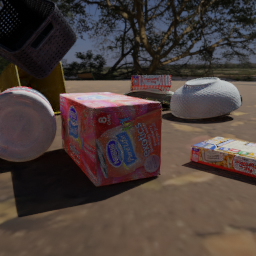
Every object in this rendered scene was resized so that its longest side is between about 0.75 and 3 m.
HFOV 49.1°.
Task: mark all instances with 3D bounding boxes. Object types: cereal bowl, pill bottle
[{"bbox_3d":[3.127,-1.377,11.583,2.853,1.188,2.853,-9,18,3],"label":"cereal bowl"},{"bbox_3d":[-2.549,-0.237,6.728,1.485,1.485,2.484,-4,12,-18],"label":"pill bottle"}]

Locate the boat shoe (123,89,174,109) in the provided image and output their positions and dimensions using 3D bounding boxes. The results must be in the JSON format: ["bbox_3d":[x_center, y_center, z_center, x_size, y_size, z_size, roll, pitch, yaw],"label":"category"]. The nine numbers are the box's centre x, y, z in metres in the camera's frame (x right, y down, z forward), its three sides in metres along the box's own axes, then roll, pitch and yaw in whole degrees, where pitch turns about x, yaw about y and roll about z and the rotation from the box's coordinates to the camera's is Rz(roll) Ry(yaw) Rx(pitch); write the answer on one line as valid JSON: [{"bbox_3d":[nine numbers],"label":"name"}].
[{"bbox_3d":[1.010,-1.302,13.297,2.518,0.753,0.900,0,-20,-7],"label":"boat shoe"}]

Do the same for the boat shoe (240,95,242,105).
[{"bbox_3d":[5.219,-1.481,14.698,1.873,0.640,0.691,-3,12,-15],"label":"boat shoe"}]

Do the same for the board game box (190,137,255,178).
[{"bbox_3d":[2.252,0.547,5.718,1.546,0.358,1.171,11,16,43],"label":"board game box"}]

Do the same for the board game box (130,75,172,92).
[{"bbox_3d":[1.022,-1.831,13.892,1.844,0.564,2.435,-1,-17,-2],"label":"board game box"}]

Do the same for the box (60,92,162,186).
[{"bbox_3d":[-0.510,0.015,5.805,1.272,1.379,2.687,-5,14,-24],"label":"box"}]

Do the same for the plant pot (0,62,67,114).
[{"bbox_3d":[-4.129,-1.559,11.799,1.985,2.251,2.251,-6,7,36],"label":"plant pot"}]

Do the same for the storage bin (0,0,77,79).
[{"bbox_3d":[-2.064,-1.910,5.578,1.788,1.209,0.838,31,-11,31],"label":"storage bin"}]
